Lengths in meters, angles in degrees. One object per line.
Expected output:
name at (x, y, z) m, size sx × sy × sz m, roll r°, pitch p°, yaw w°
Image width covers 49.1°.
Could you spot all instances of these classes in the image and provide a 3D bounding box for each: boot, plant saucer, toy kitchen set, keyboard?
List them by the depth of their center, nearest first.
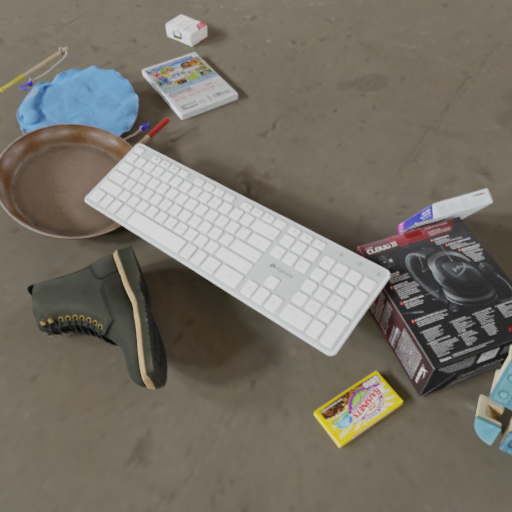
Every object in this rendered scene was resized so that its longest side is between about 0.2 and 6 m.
toy kitchen set at (3.474, 2.021, 6.504) m, size 1.594 × 1.277 × 0.939 m, roll 23°, pitch 34°, yaw 16°
boot at (-2.257, 1.049, 7.813) m, size 1.685 × 0.944 × 2.437 m, roll -19°, pitch 42°, yaw -8°
keyboard at (-0.550, -0.338, 8.509) m, size 5.094 × 0.272 × 1.434 m, roll 30°, pitch 65°, yaw 28°
plant saucer at (-3.112, -1.236, 9.563) m, size 2.481 × 0.398 × 2.481 m, roll 8°, pitch 56°, yaw -12°

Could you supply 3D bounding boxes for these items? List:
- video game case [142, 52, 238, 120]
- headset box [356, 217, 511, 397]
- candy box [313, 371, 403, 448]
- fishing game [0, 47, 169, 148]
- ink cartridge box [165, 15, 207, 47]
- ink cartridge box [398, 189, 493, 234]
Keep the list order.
video game case at (-1.431, -3.657, 11.934) m, size 1.337 × 0.168 × 1.868 m, roll -27°, pitch 56°, yaw -19°
headset box at (2.590, 0.565, 8.071) m, size 1.755 × 0.911 × 2.358 m, roll -17°, pitch 52°, yaw -13°
candy box at (1.354, 2.010, 7.408) m, size 1.079 × 0.143 × 0.552 m, roll -28°, pitch 59°, yaw -20°
fishing game at (-3.468, -2.799, 11.062) m, size 3.310 × 0.515 × 2.371 m, roll 34°, pitch 66°, yaw 17°
ink cartridge box at (-1.626, -5.280, 13.120) m, size 0.795 × 0.340 × 0.587 m, roll 30°, pitch 57°, yaw 24°
ink cartridge box at (2.783, -0.610, 8.805) m, size 1.311 × 1.287 × 0.284 m, roll -14°, pitch 81°, yaw -12°
